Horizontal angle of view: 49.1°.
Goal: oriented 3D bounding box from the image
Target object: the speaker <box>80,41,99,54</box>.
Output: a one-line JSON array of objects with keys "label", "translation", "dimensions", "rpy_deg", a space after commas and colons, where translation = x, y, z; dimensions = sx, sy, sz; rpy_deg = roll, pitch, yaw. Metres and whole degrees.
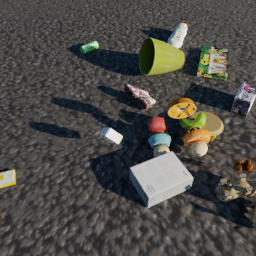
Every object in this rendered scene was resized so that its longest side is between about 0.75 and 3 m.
[{"label": "speaker", "translation": [-2.158, -4.517, 15.659], "dimensions": [1.029, 0.455, 0.455], "rpy_deg": [-32, 53, -28]}]

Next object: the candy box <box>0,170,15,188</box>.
[{"label": "candy box", "translation": [-4.390, 1.785, 9.451], "dimensions": [1.108, 0.146, 0.566], "rpy_deg": [-13, 48, -12]}]

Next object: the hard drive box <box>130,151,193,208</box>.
[{"label": "hard drive box", "translation": [1.069, 1.652, 9.228], "dimensions": [1.668, 0.641, 1.300], "rpy_deg": [-19, 47, -18]}]

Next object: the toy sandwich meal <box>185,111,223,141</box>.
[{"label": "toy sandwich meal", "translation": [3.004, -0.038, 11.084], "dimensions": [1.564, 0.536, 1.564], "rpy_deg": [2, 42, -2]}]

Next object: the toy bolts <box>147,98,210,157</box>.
[{"label": "toy bolts", "translation": [1.693, 0.215, 9.906], "dimensions": [2.187, 2.089, 1.517], "rpy_deg": [-16, 58, 20]}]

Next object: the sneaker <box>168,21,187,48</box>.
[{"label": "sneaker", "translation": [2.897, -5.476, 16.223], "dimensions": [0.853, 0.992, 2.344], "rpy_deg": [18, 48, 10]}]

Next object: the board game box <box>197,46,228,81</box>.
[{"label": "board game box", "translation": [4.471, -3.445, 14.675], "dimensions": [1.458, 0.326, 2.783], "rpy_deg": [9, 45, 12]}]

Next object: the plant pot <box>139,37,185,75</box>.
[{"label": "plant pot", "translation": [1.759, -3.443, 13.873], "dimensions": [1.901, 1.779, 1.779], "rpy_deg": [0, 42, -23]}]

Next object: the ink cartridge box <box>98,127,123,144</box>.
[{"label": "ink cartridge box", "translation": [-0.609, 0.265, 9.718], "dimensions": [0.584, 0.802, 0.340], "rpy_deg": [34, 77, -21]}]

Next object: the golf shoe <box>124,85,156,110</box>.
[{"label": "golf shoe", "translation": [0.500, -1.429, 12.456], "dimensions": [0.745, 0.587, 1.617], "rpy_deg": [-31, 61, -33]}]

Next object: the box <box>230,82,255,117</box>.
[{"label": "box", "translation": [5.035, -1.256, 12.052], "dimensions": [0.728, 0.839, 1.269], "rpy_deg": [23, 49, 22]}]

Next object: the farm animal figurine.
[{"label": "farm animal figurine", "translation": [3.961, 2.100, 8.600], "dimensions": [2.180, 1.096, 1.760], "rpy_deg": [37, 74, 28]}]
